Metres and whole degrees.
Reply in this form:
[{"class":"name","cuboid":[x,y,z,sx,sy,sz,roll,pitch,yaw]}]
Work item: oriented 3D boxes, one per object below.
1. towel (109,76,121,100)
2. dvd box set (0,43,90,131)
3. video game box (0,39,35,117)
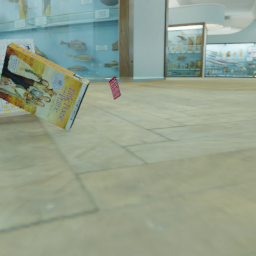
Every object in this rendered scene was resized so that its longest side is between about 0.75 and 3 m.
[{"class":"towel","cuboid":[-0.554,-1.641,11.552,0.095,0.848,0.613,-11,-8,-32]},{"class":"dvd box set","cuboid":[-2.009,-0.903,6.553,1.933,1.414,0.284,27,31,-4]},{"class":"video game box","cuboid":[-3.807,-1.406,8.076,2.428,2.212,0.568,-9,-9,-21]}]
